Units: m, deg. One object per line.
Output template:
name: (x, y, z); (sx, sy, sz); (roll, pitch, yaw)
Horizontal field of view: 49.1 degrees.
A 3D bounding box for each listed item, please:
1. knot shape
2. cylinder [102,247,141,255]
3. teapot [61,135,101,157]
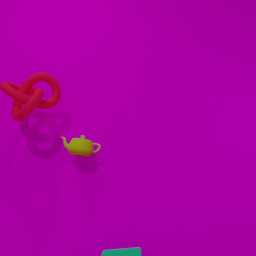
knot shape: (-2.825, -0.860, 7.969); (1.690, 0.781, 1.581); (0, 45, -3)
cylinder: (-0.112, 3.197, 6.307); (0.880, 0.880, 0.880); (-5, 60, 1)
teapot: (-1.355, 0.492, 7.907); (1.169, 0.727, 0.572); (8, 81, -3)
